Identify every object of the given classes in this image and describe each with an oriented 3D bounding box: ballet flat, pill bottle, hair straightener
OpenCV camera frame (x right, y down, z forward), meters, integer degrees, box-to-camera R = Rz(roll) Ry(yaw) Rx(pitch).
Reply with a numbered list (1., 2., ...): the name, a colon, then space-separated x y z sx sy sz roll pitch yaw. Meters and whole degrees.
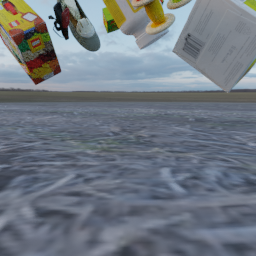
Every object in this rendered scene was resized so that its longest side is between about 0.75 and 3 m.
1. ballet flat: -1.652 -3.559 9.260 0.759 2.251 0.717 -33 0 -16
2. pill bottle: 0.078 -2.325 5.205 0.901 1.608 0.901 -31 7 5
3. hair straightener: -2.172 -3.408 8.967 0.701 0.373 1.822 36 -11 1

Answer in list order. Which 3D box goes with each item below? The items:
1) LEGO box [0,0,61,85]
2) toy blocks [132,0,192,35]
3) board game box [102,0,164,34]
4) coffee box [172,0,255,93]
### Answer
1. LEGO box: -3.321 -2.923 8.778 0.998 1.927 2.588 -33 60 -18
2. toy blocks: 0.382 -2.390 4.234 0.533 1.469 1.224 13 59 45
3. board game box: 0.109 -2.978 7.202 1.511 0.360 0.767 -21 -3 -4
4. coffee box: 3.271 -3.010 8.879 2.322 2.319 2.296 41 48 15
